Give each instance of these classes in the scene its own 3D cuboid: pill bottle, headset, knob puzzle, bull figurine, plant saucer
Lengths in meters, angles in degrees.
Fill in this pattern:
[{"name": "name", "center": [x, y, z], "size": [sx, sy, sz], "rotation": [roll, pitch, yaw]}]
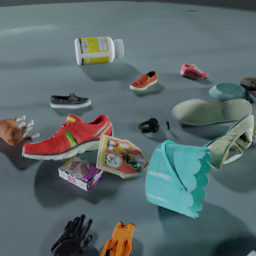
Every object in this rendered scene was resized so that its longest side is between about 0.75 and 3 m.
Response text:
[{"name": "pill bottle", "center": [-1.676, -4.554, 16.447], "size": [2.710, 1.508, 1.508], "rotation": [-7, 32, -12]}, {"name": "headset", "center": [0.965, -0.034, 10.318], "size": [1.126, 0.529, 0.695], "rotation": [-14, 28, 6]}, {"name": "knob puzzle", "center": [-0.044, 0.701, 7.059], "size": [1.546, 0.214, 1.546], "rotation": [17, 34, -12]}, {"name": "bull figurine", "center": [-4.094, 0.014, 9.837], "size": [1.279, 0.686, 2.106], "rotation": [-26, 40, -35]}, {"name": "plant saucer", "center": [4.697, -1.686, 12.927], "size": [1.824, 0.328, 1.824], "rotation": [0, 31, 0]}]

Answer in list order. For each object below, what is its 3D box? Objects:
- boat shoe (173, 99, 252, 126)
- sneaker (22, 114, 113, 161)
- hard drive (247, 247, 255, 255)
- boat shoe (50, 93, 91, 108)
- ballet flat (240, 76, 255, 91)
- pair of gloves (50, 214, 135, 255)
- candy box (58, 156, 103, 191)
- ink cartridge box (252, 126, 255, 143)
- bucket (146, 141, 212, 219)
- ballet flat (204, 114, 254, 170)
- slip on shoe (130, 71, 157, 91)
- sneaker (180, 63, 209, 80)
[{"name": "boat shoe", "center": [3.127, -0.562, 10.619], "size": [2.799, 1.006, 0.833], "rotation": [-4, -11, 13]}, {"name": "sneaker", "center": [-1.879, 0.204, 8.817], "size": [2.949, 1.252, 1.136], "rotation": [-15, 14, -29]}, {"name": "hard drive", "center": [3.417, 2.848, 5.559], "size": [1.187, 0.373, 1.760], "rotation": [-23, 39, -32]}, {"name": "boat shoe", "center": [-2.459, -1.214, 11.928], "size": [1.706, 0.565, 0.597], "rotation": [-1, 32, -1]}, {"name": "ballet flat", "center": [6.404, -1.792, 12.554], "size": [0.656, 0.953, 2.830], "rotation": [-34, 38, -20]}, {"name": "pair of gloves", "center": [-0.765, 2.633, 6.074], "size": [1.793, 0.222, 1.597], "rotation": [6, 33, 14]}, {"name": "candy box", "center": [-1.359, 1.289, 8.116], "size": [1.089, 0.332, 0.743], "rotation": [19, 37, 28]}, {"name": "ink cartridge box", "center": [4.705, 0.300, 9.693], "size": [0.765, 0.349, 0.929], "rotation": [-9, 33, -12]}, {"name": "bucket", "center": [1.283, 1.218, 6.950], "size": [1.198, 1.841, 1.841], "rotation": [10, 33, 25]}, {"name": "ballet flat", "center": [3.425, 0.494, 9.050], "size": [2.840, 0.958, 0.885], "rotation": [-30, 60, -29]}, {"name": "slip on shoe", "center": [0.776, -2.317, 13.697], "size": [0.714, 0.590, 1.927], "rotation": [25, 41, 32]}, {"name": "sneaker", "center": [3.480, -2.965, 14.645], "size": [1.570, 0.681, 0.578], "rotation": [20, 37, 28]}]
